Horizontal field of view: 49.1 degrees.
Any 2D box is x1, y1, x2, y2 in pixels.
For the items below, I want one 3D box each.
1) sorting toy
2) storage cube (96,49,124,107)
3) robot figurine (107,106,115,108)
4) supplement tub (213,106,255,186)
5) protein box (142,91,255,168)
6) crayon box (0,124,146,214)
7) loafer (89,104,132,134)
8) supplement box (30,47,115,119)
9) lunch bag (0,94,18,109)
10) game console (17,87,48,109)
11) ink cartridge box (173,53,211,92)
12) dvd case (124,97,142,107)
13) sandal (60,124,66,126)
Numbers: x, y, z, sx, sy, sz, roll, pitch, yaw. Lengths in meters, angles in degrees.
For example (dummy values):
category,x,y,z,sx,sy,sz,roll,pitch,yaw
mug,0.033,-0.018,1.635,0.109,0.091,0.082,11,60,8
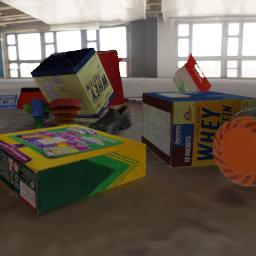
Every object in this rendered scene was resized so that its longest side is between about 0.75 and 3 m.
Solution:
category,x,y,z,sx,sy,sz,roll,pitch,yaw
sorting toy,-2.716,-0.416,9.680,2.346,0.963,1.409,-6,-8,32
storage cube,-1.516,-2.350,13.315,2.688,2.416,2.298,-8,19,-4
robot figurine,-1.092,-1.196,14.027,0.774,0.311,1.068,-20,23,-40
supplement tub,2.712,0.247,5.077,2.300,1.409,1.409,-9,15,-33
protein box,1.578,-0.110,6.694,2.026,1.377,2.041,-3,13,-14
crayon box,-1.234,0.547,5.309,2.097,0.708,2.431,-9,15,-40
loafer,-0.568,-0.277,8.897,0.763,0.758,2.096,7,15,25
supplement box,-2.009,-1.624,10.522,2.148,2.145,1.442,3,44,31
lunch bag,-6.030,-1.210,13.897,0.952,0.595,1.264,-2,25,-15
game console,-4.296,-1.323,14.815,2.561,1.520,2.207,-1,-19,-8
ink cartridge box,2.592,-1.861,11.611,0.513,1.648,2.047,-26,-15,-6
dvd case,1.183,-1.443,15.196,2.097,0.316,2.873,-7,15,-30
sandal,-1.769,0.112,7.876,0.494,0.443,1.348,-8,15,-33
